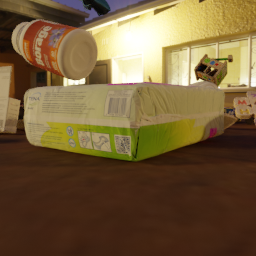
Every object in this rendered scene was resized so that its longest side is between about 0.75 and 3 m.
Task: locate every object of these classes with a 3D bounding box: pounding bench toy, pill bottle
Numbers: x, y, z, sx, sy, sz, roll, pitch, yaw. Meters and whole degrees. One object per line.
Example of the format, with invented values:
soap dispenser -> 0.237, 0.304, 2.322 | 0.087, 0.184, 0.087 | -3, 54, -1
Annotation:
pounding bench toy -> 3.105, -2.254, 10.212 | 0.971, 1.244, 0.773 | 33, -10, 30
pill bottle -> -2.326, -2.469, 8.586 | 2.625, 1.473, 1.473 | 24, 17, 31

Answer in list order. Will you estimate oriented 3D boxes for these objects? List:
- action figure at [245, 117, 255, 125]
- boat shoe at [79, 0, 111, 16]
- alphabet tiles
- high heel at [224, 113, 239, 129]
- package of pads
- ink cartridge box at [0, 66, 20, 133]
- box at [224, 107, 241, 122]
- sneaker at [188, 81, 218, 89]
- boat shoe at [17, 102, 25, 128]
action figure -> 4.690, -0.574, 9.221 | 1.523, 0.812, 2.340 | 11, 13, 37
boat shoe -> -0.876, -2.986, 6.707 | 0.434, 0.532, 1.263 | -28, -22, 24
alphabet tiles -> 4.012, -0.565, 7.637 | 2.071, 0.151, 2.026 | 2, 35, 14
high heel -> 2.007, -0.215, 7.088 | 1.331, 0.475, 0.949 | -9, 11, 3
package of pads -> 0.059, -0.233, 4.677 | 2.215, 0.978, 2.867 | 4, 6, 37
ink cartridge box -> -3.170, -0.636, 6.433 | 1.632, 1.438, 0.365 | 3, -5, 27
box -> 3.451, -0.463, 9.819 | 0.557, 0.511, 1.590 | 4, 7, 40
sneaker -> 0.941, -0.359, 6.495 | 2.515, 0.885, 1.008 | -14, 44, 10
boat shoe -> -2.687, -0.390, 7.130 | 2.304, 0.656, 0.770 | 4, -18, 8
